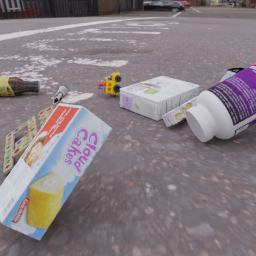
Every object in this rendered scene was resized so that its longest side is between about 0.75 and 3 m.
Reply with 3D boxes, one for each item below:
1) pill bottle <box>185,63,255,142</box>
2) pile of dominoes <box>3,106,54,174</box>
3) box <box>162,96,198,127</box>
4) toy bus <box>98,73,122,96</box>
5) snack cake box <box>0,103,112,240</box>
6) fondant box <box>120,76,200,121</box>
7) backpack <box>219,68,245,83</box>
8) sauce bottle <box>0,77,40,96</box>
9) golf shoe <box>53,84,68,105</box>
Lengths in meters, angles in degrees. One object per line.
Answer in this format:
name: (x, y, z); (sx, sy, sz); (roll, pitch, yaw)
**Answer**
pill bottle: (2.941, -0.664, 7.667); (2.590, 1.456, 1.456); (-28, 31, -4)
pile of dominoes: (-2.495, 0.101, 6.997); (1.647, 0.336, 2.113); (-37, 32, -2)
box: (1.856, -0.587, 8.969); (1.998, 0.414, 0.386); (-27, 0, -41)
toy bus: (-0.724, -1.738, 10.906); (0.845, 0.880, 0.597); (4, 7, -17)
snack cake box: (-1.338, 0.623, 4.851); (2.111, 0.709, 1.214); (-58, 28, -12)
fondant box: (1.161, -1.161, 10.104); (1.763, 0.712, 2.444); (24, 34, 39)
backpack: (3.797, -1.334, 9.364); (1.570, 0.994, 1.310); (36, -1, 42)
sauce bottle: (-4.700, -1.642, 11.006); (2.352, 0.777, 0.777); (-1, 26, -7)
golf shoe: (-2.258, -1.089, 9.365); (0.318, 0.823, 0.362); (31, 37, -13)
